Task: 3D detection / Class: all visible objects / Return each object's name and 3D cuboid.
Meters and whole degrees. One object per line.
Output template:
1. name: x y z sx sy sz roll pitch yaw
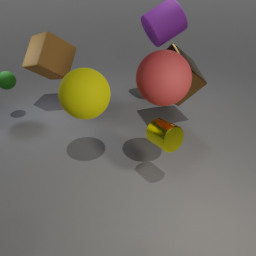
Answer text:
1. cube: -3.197 -2.887 11.416 1.400 1.400 1.400 8 -9 46
2. ball: -1.180 -0.929 7.633 1.400 1.400 1.400 0 29 0
3. cylinder: 0.931 0.176 7.109 0.700 0.700 0.700 -18 29 -29
4. ball: -4.675 -1.826 10.769 0.700 0.700 0.700 0 29 0
5. cube: 1.773 -1.936 10.397 1.400 1.400 1.400 22 38 -43
6. cylinder: 1.459 -4.260 11.368 1.400 1.400 1.400 -33 34 0
7. ball: 0.897 -1.256 7.074 1.400 1.400 1.400 0 29 0
